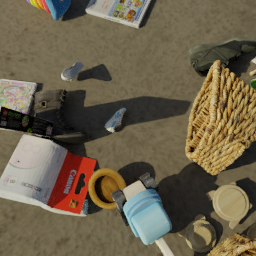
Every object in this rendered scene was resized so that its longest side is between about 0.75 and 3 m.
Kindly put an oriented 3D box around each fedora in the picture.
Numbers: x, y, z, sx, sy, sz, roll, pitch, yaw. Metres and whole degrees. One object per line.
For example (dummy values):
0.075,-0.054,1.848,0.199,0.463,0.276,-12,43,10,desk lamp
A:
-0.608,1.895,8.898,1.304,0.532,1.304,0,90,11,fedora

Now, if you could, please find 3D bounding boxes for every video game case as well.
-4.296,-0.864,10.345,1.417,0.178,1.978,7,68,3,video game case
-0.396,-5.368,12.212,2.432,0.219,1.742,19,68,8,video game case

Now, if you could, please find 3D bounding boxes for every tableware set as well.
3.189,3.294,8.477,2.410,0.335,2.884,-40,77,-9,tableware set

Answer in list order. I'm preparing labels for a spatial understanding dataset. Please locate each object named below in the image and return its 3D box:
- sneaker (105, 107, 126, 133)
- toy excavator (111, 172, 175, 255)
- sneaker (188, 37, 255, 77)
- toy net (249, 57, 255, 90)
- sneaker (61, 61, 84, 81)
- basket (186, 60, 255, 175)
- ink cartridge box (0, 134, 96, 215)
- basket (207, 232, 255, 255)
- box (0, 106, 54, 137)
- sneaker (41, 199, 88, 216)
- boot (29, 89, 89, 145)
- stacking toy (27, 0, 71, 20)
-0.376,-0.295,10.027,0.417,0.395,1.033,39,77,4,sneaker
0.782,3.004,7.952,1.299,2.529,2.601,-26,44,-11,toy excavator
3.737,-2.551,10.637,2.631,1.006,1.507,-11,69,-1,sneaker
5.239,-2.062,10.726,1.092,0.402,2.081,16,68,7,toy net
-2.124,-1.912,10.294,0.454,0.713,1.233,41,40,-4,sneaker
2.520,-0.055,8.491,2.221,2.981,2.128,42,73,14,basket
-2.457,1.401,8.794,2.519,0.719,2.047,10,52,4,ink cartridge box
2.895,4.071,6.932,1.802,1.881,2.525,44,79,-5,basket
-3.448,-0.220,7.866,1.624,2.952,0.512,10,85,9,box
-1.985,2.370,8.838,1.505,0.556,0.617,11,60,-4,sneaker
-2.413,-0.479,9.849,2.308,0.799,2.009,3,68,4,boot
-3.845,-5.656,11.916,2.545,1.477,1.397,15,63,21,stacking toy
